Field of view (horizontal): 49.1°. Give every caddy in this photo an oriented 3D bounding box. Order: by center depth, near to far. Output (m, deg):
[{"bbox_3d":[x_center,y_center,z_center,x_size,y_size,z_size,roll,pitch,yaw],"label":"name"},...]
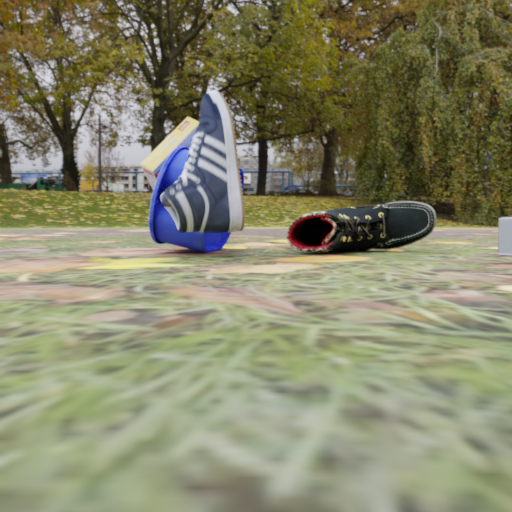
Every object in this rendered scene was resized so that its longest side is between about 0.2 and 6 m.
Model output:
[{"bbox_3d":[-1.413,-1.227,12.365,1.596,2.150,3.041,18,7,10],"label":"caddy"}]

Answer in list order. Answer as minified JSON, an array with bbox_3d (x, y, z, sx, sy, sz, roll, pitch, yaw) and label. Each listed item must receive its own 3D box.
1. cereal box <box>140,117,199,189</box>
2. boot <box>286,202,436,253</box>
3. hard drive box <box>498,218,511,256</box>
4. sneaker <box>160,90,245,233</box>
[{"bbox_3d":[-1.749,-1.950,13.501,0.463,1.685,2.342,30,-22,25],"label":"cereal box"},{"bbox_3d":[2.217,-0.559,11.843,2.884,1.041,2.179,-6,2,24],"label":"boot"},{"bbox_3d":[5.957,-0.361,10.634,1.572,0.774,2.017,-2,4,-25],"label":"hard drive box"},{"bbox_3d":[-1.124,-1.724,10.475,1.473,2.715,0.952,-8,-2,-14],"label":"sneaker"}]
